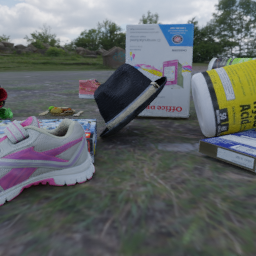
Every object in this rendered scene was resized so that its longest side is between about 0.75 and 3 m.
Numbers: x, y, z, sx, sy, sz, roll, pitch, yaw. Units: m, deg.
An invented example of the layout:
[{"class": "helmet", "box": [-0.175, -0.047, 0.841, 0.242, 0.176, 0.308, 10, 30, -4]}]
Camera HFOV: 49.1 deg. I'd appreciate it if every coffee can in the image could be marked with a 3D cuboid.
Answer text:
[{"class": "coffee can", "box": [3.979, -1.190, 8.755, 2.710, 1.983, 1.983, 8, 16, 30]}]

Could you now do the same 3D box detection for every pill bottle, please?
[{"class": "pill bottle", "box": [3.148, -0.847, 6.774, 2.938, 1.635, 1.635, -13, 12, 8]}]

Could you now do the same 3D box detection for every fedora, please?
[{"class": "fedora", "box": [-0.146, -0.863, 7.173, 2.443, 1.115, 2.443, -41, 8, 7]}]

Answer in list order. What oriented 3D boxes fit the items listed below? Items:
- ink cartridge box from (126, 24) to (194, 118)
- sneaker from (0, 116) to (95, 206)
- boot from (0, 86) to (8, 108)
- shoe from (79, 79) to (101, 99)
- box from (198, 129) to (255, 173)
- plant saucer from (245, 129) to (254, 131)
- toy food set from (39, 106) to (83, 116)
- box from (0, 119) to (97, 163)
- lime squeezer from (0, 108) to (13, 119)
[{"class": "ink cartridge box", "box": [1.043, -1.866, 9.409, 2.137, 2.957, 1.252, 2, 13, 8]}, {"class": "sneaker", "box": [-1.704, 0.387, 4.234, 2.489, 1.098, 1.013, -10, 17, -36]}, {"class": "boot", "box": [-4.658, -0.921, 9.191, 1.796, 0.873, 2.386, -10, 12, 26]}, {"class": "shoe", "box": [-1.476, -1.974, 14.064, 2.088, 0.950, 0.746, 2, 14, 9]}, {"class": "box", "box": [2.659, 0.389, 5.783, 2.109, 0.342, 1.277, -9, 17, -34]}, {"class": "plant saucer", "box": [3.379, 0.208, 7.040, 0.442, 0.120, 1.265, 0, 15, 0]}, {"class": "toy food set", "box": [-2.380, -0.651, 10.112, 1.440, 0.289, 0.994, 2, 14, 6]}, {"class": "box", "box": [-2.024, 0.246, 5.961, 2.686, 0.536, 1.839, -1, 13, -4]}, {"class": "lime squeezer", "box": [-4.037, -0.469, 9.011, 1.959, 0.369, 0.692, 2, 1, 36]}]
